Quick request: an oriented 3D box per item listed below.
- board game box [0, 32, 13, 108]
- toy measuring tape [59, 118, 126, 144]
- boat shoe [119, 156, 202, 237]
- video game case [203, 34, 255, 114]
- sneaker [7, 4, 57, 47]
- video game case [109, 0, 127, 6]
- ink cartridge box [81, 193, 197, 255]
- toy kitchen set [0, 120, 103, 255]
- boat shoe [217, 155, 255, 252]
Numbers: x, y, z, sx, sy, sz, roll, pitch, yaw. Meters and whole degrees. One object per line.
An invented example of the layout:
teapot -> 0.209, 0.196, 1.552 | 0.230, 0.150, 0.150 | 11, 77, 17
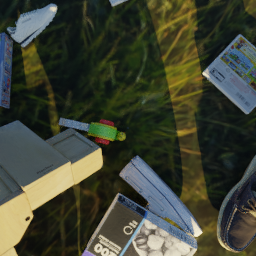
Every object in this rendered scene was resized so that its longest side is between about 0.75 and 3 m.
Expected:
board game box -> -3.649, -1.268, 6.949 | 1.758, 0.542, 1.757 | -13, 85, -1
toy measuring tape -> -0.891, 0.013, 6.823 | 1.723, 0.634, 0.634 | 14, 85, 1
boat shoe -> 0.739, 1.724, 6.639 | 0.752, 0.846, 2.301 | -43, 77, 1
video game case -> 2.942, -1.378, 7.149 | 1.549, 0.177, 1.409 | 44, 87, 4
sneaker -> -2.289, -2.549, 6.720 | 1.405, 0.537, 0.566 | -32, 120, 21
video game case -> -0.142, -4.016, 7.375 | 1.174, 0.148, 1.290 | -24, 85, -2
ink cartridge box -> 0.146, 2.844, 6.364 | 2.031, 0.445, 2.050 | 30, 106, 3
toy kitchen set -> -2.371, 1.548, 6.618 | 2.880, 2.599, 2.350 | -30, 43, -34
boat shoe -> 2.999, 1.664, 6.533 | 0.982, 0.885, 2.730 | 33, 86, 3
